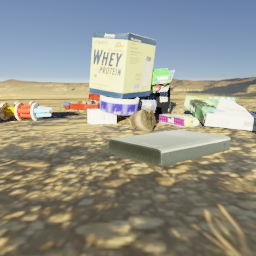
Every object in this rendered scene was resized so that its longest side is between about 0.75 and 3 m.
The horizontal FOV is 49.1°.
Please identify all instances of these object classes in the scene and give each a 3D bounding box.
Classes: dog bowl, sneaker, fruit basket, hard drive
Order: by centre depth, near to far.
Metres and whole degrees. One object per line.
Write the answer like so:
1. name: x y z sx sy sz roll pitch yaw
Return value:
1. hard drive: 0.980 0.396 6.473 2.370 0.390 1.654 -6 10 -40
2. sneaker: 0.434 -0.199 10.316 0.885 0.825 2.343 -19 0 16
3. dog bowl: -0.371 -1.015 11.755 1.625 0.640 1.625 6 14 -1
4. fruit basket: 1.469 -2.157 13.479 1.368 1.477 0.692 -8 53 -15

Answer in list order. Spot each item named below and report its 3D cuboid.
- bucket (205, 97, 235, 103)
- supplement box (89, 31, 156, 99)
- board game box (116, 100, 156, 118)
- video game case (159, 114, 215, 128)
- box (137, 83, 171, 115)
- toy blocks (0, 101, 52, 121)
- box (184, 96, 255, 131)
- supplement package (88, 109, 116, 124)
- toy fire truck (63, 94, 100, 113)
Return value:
1. bucket: 4.770 -1.069 14.742 1.672 1.088 1.672 1 8 0
2. supplement box: -0.185 -2.638 11.844 1.660 2.470 2.473 14 16 28
3. board game box: 0.027 -0.896 13.488 2.532 0.438 1.715 2 -13 2
4. video game case: 2.605 -0.326 11.816 1.879 0.371 2.073 -1 7 -21
5. box: 1.189 -2.123 17.175 2.554 2.512 1.500 7 12 44
6. toy blocks: -4.734 -0.871 13.982 2.468 0.896 2.057 1 8 10
7. box: 3.612 -0.645 11.027 2.129 0.536 2.950 6 17 -6
8. supplement package: -1.139 -0.512 12.277 1.148 0.629 0.653 -3 8 -22
9. toy fire truck: -2.147 -1.054 13.828 1.922 1.283 2.289 -1 8 -5
